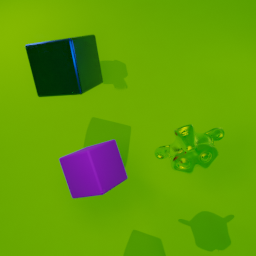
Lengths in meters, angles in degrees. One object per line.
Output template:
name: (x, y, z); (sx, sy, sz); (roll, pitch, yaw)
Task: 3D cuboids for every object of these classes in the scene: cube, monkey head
cube: (-0.619, 0.743, 5.108); (0.781, 0.781, 0.781); (-21, 94, -54)
cube: (-1.521, -1.559, 6.971); (1.262, 1.262, 1.262); (-1, 21, 21)
monkey head: (1.215, 0.316, 5.597); (1.530, 1.100, 0.922); (-20, 22, 10)
